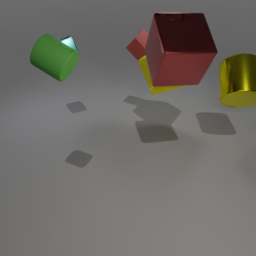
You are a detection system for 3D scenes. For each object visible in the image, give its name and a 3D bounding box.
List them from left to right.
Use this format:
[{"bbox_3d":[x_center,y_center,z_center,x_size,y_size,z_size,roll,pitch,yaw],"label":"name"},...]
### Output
[{"bbox_3d":[-1.461,-1.395,5.604,0.700,0.700,0.700,31,36,-1],"label":"cylinder"},{"bbox_3d":[-2.235,-2.820,10.008,0.700,0.700,0.700,-28,28,-10],"label":"cube"},{"bbox_3d":[0.491,-3.148,10.642,0.700,0.700,0.700,-29,21,55],"label":"cube"},{"bbox_3d":[1.483,-2.230,10.296,1.400,1.400,1.400,-12,20,37],"label":"cube"},{"bbox_3d":[1.357,-2.109,7.646,1.400,1.400,1.400,-4,64,-10],"label":"cube"},{"bbox_3d":[3.848,-1.573,9.580,1.400,1.400,1.400,3,72,4],"label":"cylinder"}]
